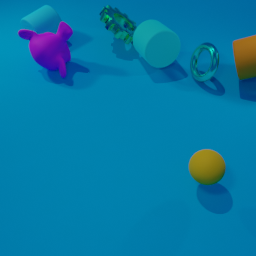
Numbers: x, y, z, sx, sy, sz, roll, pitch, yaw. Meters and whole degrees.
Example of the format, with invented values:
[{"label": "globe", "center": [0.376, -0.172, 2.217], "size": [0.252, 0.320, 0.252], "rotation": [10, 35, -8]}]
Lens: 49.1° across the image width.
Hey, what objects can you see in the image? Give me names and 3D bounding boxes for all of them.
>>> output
[{"label": "cylinder", "center": [3.800, -2.115, 8.220], "size": [1.192, 1.192, 1.192], "rotation": [-9, 47, 26]}, {"label": "ring", "center": [2.338, -2.021, 8.624], "size": [0.239, 1.195, 1.195], "rotation": [-1, 49, -26]}, {"label": "gear", "center": [-0.226, -3.615, 9.862], "size": [1.662, 0.307, 1.662], "rotation": [27, 38, -24]}, {"label": "ball", "center": [1.713, 0.848, 6.077], "size": [0.772, 0.772, 0.772], "rotation": [0, 52, 0]}, {"label": "monkey head", "center": [-2.386, -2.583, 8.803], "size": [1.979, 1.424, 1.193], "rotation": [44, 44, -2]}, {"label": "cylinder", "center": [0.897, -2.726, 9.031], "size": [1.199, 1.199, 1.199], "rotation": [-15, 39, -11]}, {"label": "cylinder", "center": [-3.015, -3.594, 9.888], "size": [1.060, 1.060, 1.060], "rotation": [34, 63, 24]}]
